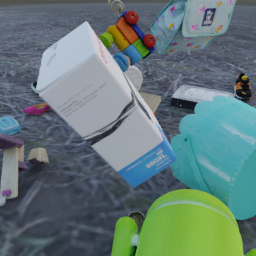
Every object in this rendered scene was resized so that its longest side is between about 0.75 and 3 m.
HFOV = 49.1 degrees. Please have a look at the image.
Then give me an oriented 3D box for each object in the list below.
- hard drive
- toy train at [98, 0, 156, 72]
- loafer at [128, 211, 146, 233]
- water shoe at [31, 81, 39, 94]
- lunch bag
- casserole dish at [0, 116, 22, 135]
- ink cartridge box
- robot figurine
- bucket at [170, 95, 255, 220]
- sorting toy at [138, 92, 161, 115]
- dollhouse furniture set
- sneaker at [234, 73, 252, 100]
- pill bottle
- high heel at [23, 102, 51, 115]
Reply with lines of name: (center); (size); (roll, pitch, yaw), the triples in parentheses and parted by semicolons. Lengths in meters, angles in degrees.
hard drive: (3.092, -1.189, 11.510); (2.322, 0.439, 1.622); (14, 32, 24)
toy train: (-0.415, -3.041, 8.786); (1.461, 2.525, 1.069); (-45, 11, -28)
loafer: (0.171, 2.183, 5.559); (0.550, 0.509, 1.463); (1, 30, 2)
water shoe: (-3.299, -1.904, 12.209); (2.427, 0.958, 0.868); (19, 35, 30)
lunch bag: (2.210, -3.648, 9.479); (2.048, 1.466, 2.404); (-11, -12, -23)
casserole dish: (-4.269, -0.125, 9.856); (0.754, 0.241, 1.245); (-22, 36, -34)
ink cartridge box: (-0.278, -0.338, 4.144); (0.858, 2.037, 1.473); (-34, 35, 10)
robot figurine: (0.944, 2.170, 4.430); (2.542, 1.676, 2.898); (8, 31, 12)
bucket: (2.396, 0.660, 6.301); (2.588, 2.588, 1.684); (-16, 32, -25)
sorting toy: (-0.107, -0.468, 9.720); (1.962, 0.687, 1.974); (15, 46, 20)
dollhouse furniture set: (-3.543, 1.354, 7.376); (2.253, 1.785, 1.599); (-14, 68, 20)
sneaker: (5.053, -1.864, 12.311); (0.614, 0.791, 1.757); (5, 30, 9)
pill bottle: (-0.580, -2.444, 12.655); (1.440, 1.440, 2.566); (-16, 33, -26)
high heel: (-3.194, -0.988, 10.777); (1.675, 0.804, 0.564); (-6, 31, -11)
